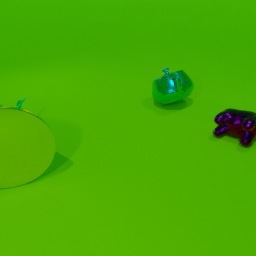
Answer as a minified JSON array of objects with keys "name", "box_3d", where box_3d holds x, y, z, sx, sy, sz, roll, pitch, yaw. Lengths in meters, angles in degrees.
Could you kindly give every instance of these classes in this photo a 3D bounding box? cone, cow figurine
[{"name":"cone","box_3d":[-2.338,0.007,5.427,1.619,1.619,1.625,-10,32,-18]},{"name":"cow figurine","box_3d":[2.941,-0.160,6.732,1.492,0.819,1.469,19,37,36]}]

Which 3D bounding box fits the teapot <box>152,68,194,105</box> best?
[{"name":"teapot","box_3d":[1.251,-1.278,8.296,1.257,0.990,2.022,-21,6,-3]}]

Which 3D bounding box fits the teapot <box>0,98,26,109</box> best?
[{"name":"teapot","box_3d":[-3.103,-0.156,6.284,1.889,0.925,1.174,-16,15,-3]}]
